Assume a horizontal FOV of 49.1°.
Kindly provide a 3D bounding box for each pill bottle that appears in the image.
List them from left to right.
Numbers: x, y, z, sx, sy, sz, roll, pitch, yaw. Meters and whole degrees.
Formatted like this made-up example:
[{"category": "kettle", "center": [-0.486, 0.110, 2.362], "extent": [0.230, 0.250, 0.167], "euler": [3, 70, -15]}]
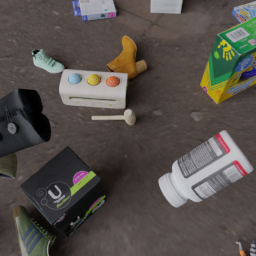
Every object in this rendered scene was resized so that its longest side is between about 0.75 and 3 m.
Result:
[{"category": "pill bottle", "center": [1.438, 0.843, 5.399], "extent": [1.633, 0.904, 0.904], "euler": [-36, 62, 16]}]

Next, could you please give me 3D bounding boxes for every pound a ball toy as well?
[{"category": "pound a ball toy", "center": [-0.902, -1.051, 8.811], "extent": [2.410, 1.024, 1.571], "euler": [5, 60, 3]}]

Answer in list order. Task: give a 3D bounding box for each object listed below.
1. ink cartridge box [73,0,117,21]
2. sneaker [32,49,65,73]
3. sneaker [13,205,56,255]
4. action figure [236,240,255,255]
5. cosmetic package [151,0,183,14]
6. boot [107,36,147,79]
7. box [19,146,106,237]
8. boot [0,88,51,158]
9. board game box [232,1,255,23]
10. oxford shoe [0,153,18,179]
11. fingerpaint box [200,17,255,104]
[{"category": "ink cartridge box", "center": [-1.368, -4.833, 11.359], "extent": [1.654, 0.347, 0.987], "euler": [-9, 60, -9]}, {"category": "sneaker", "center": [-2.802, -2.344, 9.733], "extent": [1.182, 0.697, 0.435], "euler": [17, 60, 8]}, {"category": "sneaker", "center": [-2.226, 2.755, 6.925], "extent": [0.861, 0.643, 1.919], "euler": [-14, 59, -19]}, {"category": "action figure", "center": [2.758, 3.262, 6.616], "extent": [1.180, 0.617, 1.142], "euler": [13, 53, 8]}, {"category": "cosmetic package", "center": [1.533, -5.591, 10.651], "extent": [1.298, 2.300, 0.933], "euler": [4, 60, 3]}, {"category": "boot", "center": [-0.219, -2.455, 9.851], "extent": [1.228, 0.604, 1.716], "euler": [-24, 67, -13]}, {"category": "box", "center": [-1.449, 1.605, 6.786], "extent": [1.179, 1.897, 1.409], "euler": [41, 68, 20]}, {"category": "boot", "center": [-2.110, 0.425, 4.811], "extent": [1.987, 0.652, 1.638], "euler": [-23, 99, 16]}, {"category": "board game box", "center": [5.274, -4.564, 11.218], "extent": [1.771, 0.305, 1.198], "euler": [-20, 62, -11]}, {"category": "oxford shoe", "center": [-3.555, 0.789, 5.620], "extent": [2.717, 0.962, 1.003], "euler": [-5, 79, -38]}, {"category": "fingerpaint box", "center": [3.868, -2.263, 8.769], "extent": [2.748, 2.292, 1.008], "euler": [-27, 64, -14]}]
